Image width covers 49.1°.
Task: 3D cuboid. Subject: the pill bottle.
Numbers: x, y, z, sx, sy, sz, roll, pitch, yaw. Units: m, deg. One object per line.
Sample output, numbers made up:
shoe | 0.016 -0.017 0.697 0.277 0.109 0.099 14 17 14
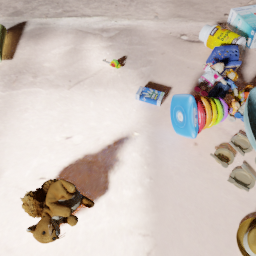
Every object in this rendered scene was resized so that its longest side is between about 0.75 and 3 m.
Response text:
pill bottle | 4.391 -4.120 13.181 2.009 1.097 1.097 37 60 26

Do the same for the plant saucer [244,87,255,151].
plant saucer | 4.597 0.048 9.322 2.886 0.556 2.886 14 66 -33

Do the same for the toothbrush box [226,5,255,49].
toothbrush box | 6.352 -5.138 14.083 1.699 0.990 2.321 -12 51 -10

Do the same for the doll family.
doll family | 3.939 -1.393 10.845 2.814 1.268 1.746 38 77 15

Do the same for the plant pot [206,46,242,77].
plant pot | 4.173 -2.831 12.121 1.093 1.093 0.983 -6 66 -11

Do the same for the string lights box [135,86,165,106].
string lights box | 0.891 -1.297 11.392 1.081 0.319 0.555 18 53 14

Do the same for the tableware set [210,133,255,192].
tableware set | 3.919 1.081 9.517 2.096 0.243 1.751 -30 57 -22

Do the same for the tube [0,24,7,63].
tube | -6.330 -3.967 13.390 0.757 0.678 2.611 -30 48 30

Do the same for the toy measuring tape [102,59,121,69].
toy measuring tape | -0.755 -3.020 12.768 1.061 0.390 0.390 31 57 23

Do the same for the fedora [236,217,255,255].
fedora | 3.732 3.061 7.691 1.442 0.588 1.442 0 51 0

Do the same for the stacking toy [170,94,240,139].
stacking toy | 2.983 -0.586 10.051 2.646 1.536 1.452 -9 10 -21

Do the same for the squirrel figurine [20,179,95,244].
squirrel figurine | -2.212 2.371 8.048 1.812 1.282 1.691 17 62 31
